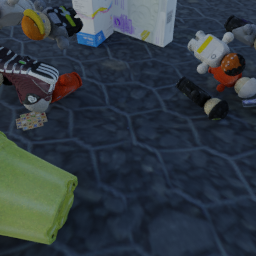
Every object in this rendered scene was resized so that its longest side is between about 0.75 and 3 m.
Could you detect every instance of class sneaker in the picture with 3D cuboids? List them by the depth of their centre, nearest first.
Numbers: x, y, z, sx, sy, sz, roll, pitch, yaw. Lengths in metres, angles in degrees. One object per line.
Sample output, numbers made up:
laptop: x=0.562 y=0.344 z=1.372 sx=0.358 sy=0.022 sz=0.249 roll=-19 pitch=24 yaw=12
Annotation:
sneaker: x=-1.335 y=-0.555 z=3.248 sx=1.006 sy=0.581 sz=0.381 roll=21 pitch=39 yaw=-1

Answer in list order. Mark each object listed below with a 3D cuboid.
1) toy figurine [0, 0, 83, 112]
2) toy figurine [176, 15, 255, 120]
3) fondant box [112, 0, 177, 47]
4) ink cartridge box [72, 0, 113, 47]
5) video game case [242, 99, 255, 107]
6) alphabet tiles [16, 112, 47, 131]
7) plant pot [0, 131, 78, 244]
toy figurine: x=-2.877 y=-2.141 z=7.882 sx=2.946 sy=2.900 sz=2.050 roll=23 pitch=34 yaw=20
toy figurine: x=2.773 y=-1.649 z=7.805 sx=2.408 sy=2.370 sz=1.675 roll=-29 pitch=59 yaw=-27
fondant box: x=0.577 y=-4.537 z=11.116 sx=2.594 sy=1.871 sz=0.756 roll=29 pitch=52 yaw=27
ink cartridge box: x=-1.315 y=-4.709 z=10.720 sx=0.897 sy=2.669 sz=1.550 roll=18 pitch=47 yaw=18
video game case: x=3.881 y=-0.758 z=8.028 sx=1.109 sy=0.105 sz=0.792 roll=-5 pitch=12 yaw=20
alphabet tiles: x=-2.748 y=-0.222 z=7.987 sx=0.832 sy=0.026 sz=0.693 roll=-16 pitch=46 yaw=-16
plant pot: x=-2.040 y=1.258 z=5.324 sx=1.837 sy=1.998 sz=1.998 roll=19 pitch=46 yaw=2
